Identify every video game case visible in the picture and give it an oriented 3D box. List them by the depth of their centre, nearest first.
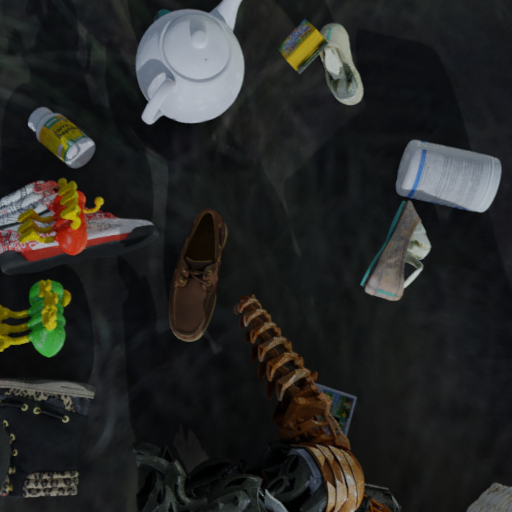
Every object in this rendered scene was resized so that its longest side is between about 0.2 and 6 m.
[{"bbox_3d":[1.016,2.686,9.157,0.997,0.120,1.094,18,76,5],"label":"video game case"}]

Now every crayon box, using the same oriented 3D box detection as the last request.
[{"bbox_3d":[0.748,-3.430,9.137,0.658,1.046,0.270,-42,120,17],"label":"crayon box"}]

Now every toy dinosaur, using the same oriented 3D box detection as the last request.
[{"bbox_3d":[0.245,3.573,8.071,3.777,2.843,5.565,-7,58,-16],"label":"toy dinosaur"}]

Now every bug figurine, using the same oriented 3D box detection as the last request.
[{"bbox_3d":[-3.818,0.481,8.663,3.665,0.943,2.842,-24,56,20],"label":"bug figurine"}]

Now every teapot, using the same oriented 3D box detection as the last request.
[{"bbox_3d":[-1.134,-3.433,9.856,2.100,1.554,2.127,-10,88,-15],"label":"teapot"}]

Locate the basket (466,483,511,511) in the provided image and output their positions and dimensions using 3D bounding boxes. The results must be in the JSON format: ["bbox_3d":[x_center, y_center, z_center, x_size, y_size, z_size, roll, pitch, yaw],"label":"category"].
[{"bbox_3d":[3.702,5.028,7.428,2.772,2.230,2.748,-42,79,-11],"label":"basket"}]

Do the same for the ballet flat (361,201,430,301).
[{"bbox_3d":[2.089,-0.049,7.988,0.657,0.665,1.954,25,51,13],"label":"ballet flat"}]

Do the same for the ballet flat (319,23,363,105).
[{"bbox_3d":[1.472,-3.211,9.917,0.630,1.812,0.630,-13,53,18],"label":"ballet flat"}]

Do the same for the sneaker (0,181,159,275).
[{"bbox_3d":[-3.131,-0.666,9.654,2.719,0.908,1.457,-13,78,-1],"label":"sneaker"}]

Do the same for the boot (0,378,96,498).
[{"bbox_3d":[-3.763,2.817,8.776,2.326,0.851,1.751,2,74,-6],"label":"boot"}]

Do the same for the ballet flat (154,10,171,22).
[{"bbox_3d":[-1.824,-3.949,10.759,0.545,0.545,1.467,12,84,3],"label":"ballet flat"}]

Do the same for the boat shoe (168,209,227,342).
[{"bbox_3d":[-1.025,0.277,9.470,0.823,0.772,2.287,11,75,3],"label":"boat shoe"}]

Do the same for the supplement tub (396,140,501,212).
[{"bbox_3d":[3.325,-1.394,9.810,1.532,1.010,1.010,14,75,3],"label":"supplement tub"}]

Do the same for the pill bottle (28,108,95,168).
[{"bbox_3d":[-3.562,-2.175,10.201,1.147,0.647,0.647,40,78,10],"label":"pill bottle"}]
